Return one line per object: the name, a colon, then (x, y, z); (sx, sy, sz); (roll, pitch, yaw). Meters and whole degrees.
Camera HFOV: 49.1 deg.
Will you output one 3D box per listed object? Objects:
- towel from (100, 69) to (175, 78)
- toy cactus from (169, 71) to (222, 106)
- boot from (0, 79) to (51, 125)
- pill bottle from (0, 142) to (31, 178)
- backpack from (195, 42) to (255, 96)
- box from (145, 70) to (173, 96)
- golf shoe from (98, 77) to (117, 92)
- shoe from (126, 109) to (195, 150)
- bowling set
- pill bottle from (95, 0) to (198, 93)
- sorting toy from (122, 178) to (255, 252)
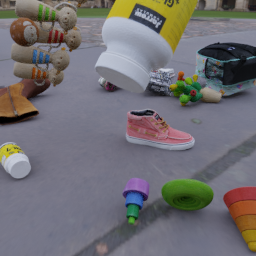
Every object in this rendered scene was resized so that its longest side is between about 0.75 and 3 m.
towel: (0.494, -2.621, 13.465); (2.620, 0.442, 2.744); (19, 31, 33)
toy cactus: (2.574, -1.480, 10.669); (1.926, 1.194, 2.334); (15, 20, 8)
boot: (-3.619, -1.108, 9.966); (2.368, 0.861, 2.515); (-14, 30, -27)
pill bottle: (-2.661, 0.756, 6.556); (0.546, 0.546, 0.955); (-18, 32, -32)
backpack: (4.012, -2.514, 11.486); (2.204, 1.922, 2.507); (-20, 38, -18)
box: (1.185, -1.964, 11.579); (1.200, 0.379, 1.522); (12, 36, -10)
golf shoe: (-0.307, -2.419, 12.038); (2.148, 0.780, 0.989); (-34, 44, -18)
shoe: (0.868, 0.019, 7.658); (1.916, 0.872, 0.685); (7, 27, 14)
bowling set: (-1.779, -2.008, 6.412); (1.566, 2.917, 2.030); (8, 30, -18)
pill bottle: (0.390, -2.095, 5.537); (1.475, 2.633, 1.475); (24, -7, 3)
sorting toy: (1.219, 1.544, 4.937); (2.751, 0.954, 0.947); (6, 50, 7)
